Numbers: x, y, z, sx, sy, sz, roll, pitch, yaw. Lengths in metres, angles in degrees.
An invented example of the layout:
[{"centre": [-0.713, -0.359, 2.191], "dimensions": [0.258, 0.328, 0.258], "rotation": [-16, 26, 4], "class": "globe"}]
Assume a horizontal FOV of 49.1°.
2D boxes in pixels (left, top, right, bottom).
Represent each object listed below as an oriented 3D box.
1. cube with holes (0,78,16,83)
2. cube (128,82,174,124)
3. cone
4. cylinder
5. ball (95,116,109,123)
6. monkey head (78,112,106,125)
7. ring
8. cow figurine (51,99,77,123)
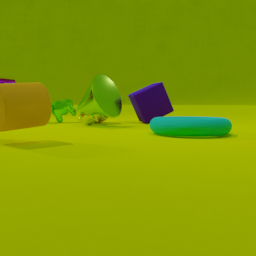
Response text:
[{"centre": [-4.690, -0.912, 9.660], "dimensions": [1.282, 1.282, 1.282], "rotation": [-15, -1, 22], "class": "cube with holes"}, {"centre": [0.827, -0.932, 10.364], "dimensions": [1.136, 1.136, 1.136], "rotation": [-25, 10, -7], "class": "cube"}, {"centre": [-1.172, -0.780, 8.915], "dimensions": [1.411, 1.406, 1.406], "rotation": [-20, -6, 31], "class": "cone"}, {"centre": [-1.983, -0.402, 5.151], "dimensions": [0.842, 0.842, 0.842], "rotation": [-11, 11, -42], "class": "cylinder"}, {"centre": [-1.165, -0.781, 10.425], "dimensions": [1.178, 1.178, 1.178], "rotation": [0, 5, 0], "class": "ball"}, {"centre": [-1.209, -0.369, 9.594], "dimensions": [0.839, 0.703, 1.167], "rotation": [42, -24, -31], "class": "monkey head"}, {"centre": [1.498, -0.063, 6.815], "dimensions": [1.945, 0.389, 1.945], "rotation": [0, 4, 0], "class": "ring"}, {"centre": [-2.708, -0.853, 10.573], "dimensions": [1.300, 1.280, 0.714], "rotation": [-27, 18, -11], "class": "cow figurine"}]
